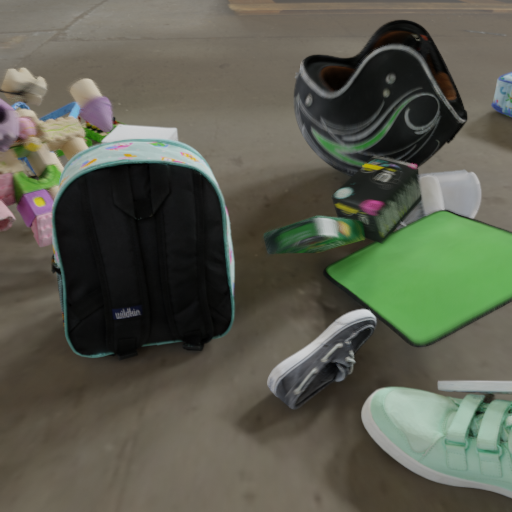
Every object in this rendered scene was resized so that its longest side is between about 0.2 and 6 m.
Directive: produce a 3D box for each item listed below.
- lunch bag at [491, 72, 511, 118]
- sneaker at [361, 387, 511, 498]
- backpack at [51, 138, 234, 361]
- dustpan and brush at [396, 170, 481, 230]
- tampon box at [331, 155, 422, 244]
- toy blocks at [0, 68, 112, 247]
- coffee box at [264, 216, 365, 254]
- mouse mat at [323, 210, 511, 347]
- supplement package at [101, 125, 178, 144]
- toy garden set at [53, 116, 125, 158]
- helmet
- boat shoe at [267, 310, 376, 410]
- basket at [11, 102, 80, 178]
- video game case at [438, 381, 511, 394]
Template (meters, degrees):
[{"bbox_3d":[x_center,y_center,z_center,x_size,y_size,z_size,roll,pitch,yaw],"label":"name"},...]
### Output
[{"bbox_3d":[7.098,-3.724,13.322,1.907,0.978,2.372,-22,39,-27],"label":"lunch bag"},{"bbox_3d":[2.301,1.438,5.079,2.643,1.559,0.973,16,38,24],"label":"sneaker"},{"bbox_3d":[-1.343,-0.219,6.774,2.126,2.418,1.854,-5,34,-6],"label":"backpack"},{"bbox_3d":[2.793,-0.499,8.706,1.667,0.684,2.389,-4,61,5],"label":"dustpan and brush"},{"bbox_3d":[1.847,-0.879,8.510,0.825,0.695,1.101,24,59,42],"label":"tampon box"},{"bbox_3d":[-2.970,-0.904,8.000,2.515,2.691,2.265,-26,81,-47],"label":"toy blocks"},{"bbox_3d":[0.852,-0.274,7.844,0.873,0.312,1.419,-17,-9,32],"label":"coffee box"},{"bbox_3d":[2.287,0.136,7.243,2.206,0.103,2.742,-26,21,-8],"label":"mouse mat"},{"bbox_3d":[-2.281,-2.104,11.163,1.235,0.685,0.962,5,34,9],"label":"supplement package"},{"bbox_3d":[-4.093,-2.904,12.624,1.630,0.390,1.955,27,42,34],"label":"toy garden set"},{"bbox_3d":[2.119,-2.739,10.283,2.663,2.794,2.794,-27,20,32],"label":"helmet"},{"bbox_3d":[0.866,1.172,6.311,1.526,0.547,0.517,-29,44,-24],"label":"boat shoe"},{"bbox_3d":[-4.297,-2.299,10.779,1.829,1.272,1.613,-24,33,12],"label":"basket"},{"bbox_3d":[2.537,1.351,5.709,0.894,0.113,0.981,11,-15,-29],"label":"video game case"}]
